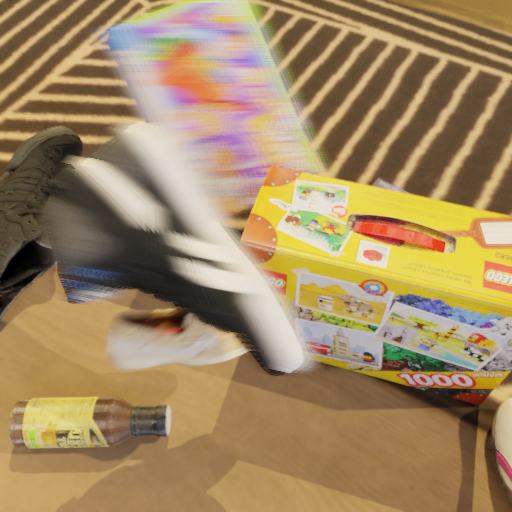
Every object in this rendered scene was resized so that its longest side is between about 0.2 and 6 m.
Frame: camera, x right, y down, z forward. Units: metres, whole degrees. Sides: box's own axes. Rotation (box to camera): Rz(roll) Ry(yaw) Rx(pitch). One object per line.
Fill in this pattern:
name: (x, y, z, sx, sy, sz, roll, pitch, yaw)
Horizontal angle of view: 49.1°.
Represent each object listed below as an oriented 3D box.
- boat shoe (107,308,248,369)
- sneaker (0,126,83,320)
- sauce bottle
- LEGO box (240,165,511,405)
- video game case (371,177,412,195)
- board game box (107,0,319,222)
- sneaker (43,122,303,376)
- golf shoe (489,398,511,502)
boat shoe: (-0.891, 0.962, 7.369, 2.087, 0.722, 0.769, -6, 29, -23)
sneaker: (-4.290, -0.545, 10.432, 2.196, 1.265, 4.211, 32, 65, 21)
sauce bottle: (-2.478, 2.508, 8.477, 2.320, 0.751, 0.751, -2, 54, 1)
LEGO box: (1.905, 0.535, 8.519, 3.992, 2.973, 1.540, 13, 56, 10)
video game case: (2.545, -0.986, 11.377, 0.938, 0.125, 1.313, 33, 60, 21)
board game box: (-0.667, -2.477, 9.422, 2.280, 0.759, 3.391, -29, 102, -15)
sneaker: (-1.056, 0.318, 6.203, 1.810, 1.182, 3.235, -35, 88, -9)
golf shoe: (4.226, 3.370, 7.374, 1.244, 1.578, 3.427, -6, 53, -4)
